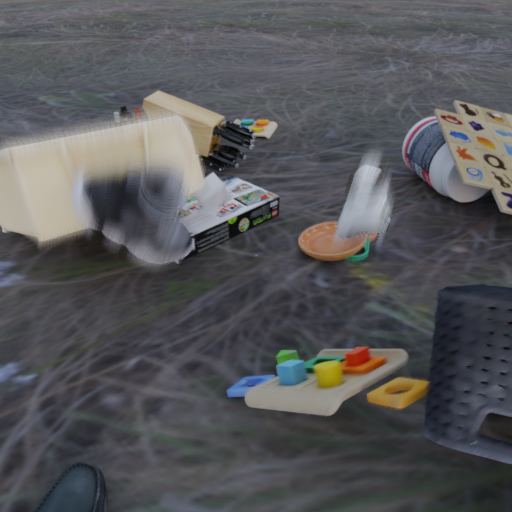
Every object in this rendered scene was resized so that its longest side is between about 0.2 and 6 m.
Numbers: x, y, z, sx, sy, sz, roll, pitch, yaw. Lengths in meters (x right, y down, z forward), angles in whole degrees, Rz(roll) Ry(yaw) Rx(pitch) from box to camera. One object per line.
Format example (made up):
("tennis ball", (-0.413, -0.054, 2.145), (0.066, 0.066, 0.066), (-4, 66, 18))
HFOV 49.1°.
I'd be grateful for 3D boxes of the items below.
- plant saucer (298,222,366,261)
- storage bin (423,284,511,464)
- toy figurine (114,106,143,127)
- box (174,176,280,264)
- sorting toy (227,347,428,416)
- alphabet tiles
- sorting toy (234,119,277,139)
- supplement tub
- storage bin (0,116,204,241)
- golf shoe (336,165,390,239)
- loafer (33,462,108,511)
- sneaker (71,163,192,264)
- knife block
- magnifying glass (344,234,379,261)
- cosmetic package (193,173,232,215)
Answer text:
("plant saucer", (1.485, -0.267, 10.907), (1.313, 0.246, 1.313), (-8, 30, 5))
("storage bin", (3.305, 1.172, 6.113), (2.164, 1.500, 3.200), (7, 3, 31))
("toy figurine", (-3.888, -4.147, 16.988), (0.763, 0.531, 0.751), (10, 39, 12))
("box", (-1.006, -0.851, 11.727), (2.810, 0.488, 1.547), (-27, 41, -36))
("sorting toy", (0.863, 1.424, 6.982), (1.625, 0.393, 2.887), (-19, 6, -43))
("alphabet tiles", (5.470, -2.025, 11.827), (3.175, 0.121, 3.816), (10, 45, -10))
("sorting toy", (-0.117, -3.838, 16.713), (1.302, 0.237, 1.205), (8, 33, 12))
("supplement tub", (4.482, -2.266, 13.061), (1.456, 1.456, 2.075), (-7, 33, -12))
("storage bin", (-3.185, -1.510, 10.663), (3.235, 1.527, 3.259), (-21, 15, -31))
("golf shoe", (1.731, -0.914, 9.169), (0.872, 1.060, 2.244), (-6, 13, 13))
("loafer", (-2.010, 2.935, 5.422), (0.781, 0.807, 2.299), (3, 32, 5))
("sneaker", (-1.496, -0.621, 8.721), (1.440, 2.530, 0.955), (-14, 64, 29))
("knife block", (-1.325, -3.272, 14.087), (2.205, 2.512, 0.804), (-18, 22, 29))
("magnifying glass", (2.134, -0.275, 11.147), (0.561, 0.158, 1.409), (22, 38, 31))
("cosmetic package", (-0.878, -1.210, 10.940), (0.574, 0.473, 0.473), (-36, 54, -4))
